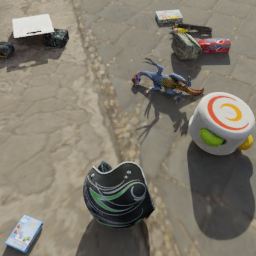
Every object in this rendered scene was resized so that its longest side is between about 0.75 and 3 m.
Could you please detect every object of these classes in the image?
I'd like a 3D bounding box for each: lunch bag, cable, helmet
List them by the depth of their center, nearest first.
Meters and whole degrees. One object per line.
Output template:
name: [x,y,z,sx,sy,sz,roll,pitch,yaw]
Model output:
helmet: [-0.294,1.694,7.210,1.662,1.743,1.743,-18,51,-1]
lunch bag: [2.591,-3.595,12.292,0.980,0.814,1.169,-6,48,-25]
cable: [3.014,-4.811,13.689,2.076,0.522,1.008,3,31,-14]

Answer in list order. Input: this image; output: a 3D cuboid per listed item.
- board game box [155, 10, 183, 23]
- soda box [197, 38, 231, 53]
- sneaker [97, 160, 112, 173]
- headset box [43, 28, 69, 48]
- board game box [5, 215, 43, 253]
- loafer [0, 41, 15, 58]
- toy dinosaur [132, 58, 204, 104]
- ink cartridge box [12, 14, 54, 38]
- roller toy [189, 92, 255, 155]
board game box: [2.121,-5.774,14.484,1.255,0.215,0.844,-7,50,-6]
soda box: [3.818,-3.683,12.551,1.424,0.451,0.498,-3,50,-1]
sneaker: [-0.477,1.438,8.323,1.075,0.394,0.440,36,83,25]
headset box: [-3.278,-4.172,12.963,0.993,0.461,0.864,8,49,6]
board game box: [-2.680,2.732,7.273,0.614,0.149,0.812,14,51,18]
loafer: [-5.951,-3.482,12.282,1.807,0.658,0.653,8,54,8]
toy dinosaur: [1.296,-1.668,10.831,2.193,2.416,1.269,31,99,45]
ink cartridge box: [-4.448,-4.631,13.181,1.781,0.554,2.214,-15,46,-13]
roller toy: [2.934,-0.104,8.917,1.947,1.361,1.776,-4,56,-14]
